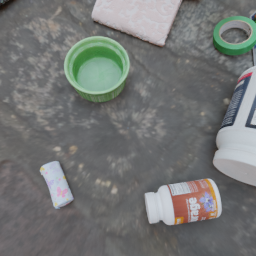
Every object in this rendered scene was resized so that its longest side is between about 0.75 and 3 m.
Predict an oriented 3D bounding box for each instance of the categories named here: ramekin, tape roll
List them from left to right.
[{"bbox_3d":[-0.814,-1.547,7.707,1.716,0.838,1.716,0,72,0],"label":"ramekin"},{"bbox_3d":[3.138,-2.714,8.205,1.235,0.297,1.235,-6,63,12],"label":"tape roll"}]

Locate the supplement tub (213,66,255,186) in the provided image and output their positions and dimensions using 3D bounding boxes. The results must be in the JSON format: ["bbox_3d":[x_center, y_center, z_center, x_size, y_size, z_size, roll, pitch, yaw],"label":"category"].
[{"bbox_3d":[3.228,-0.048,6.720,1.797,1.797,2.560,24,74,7],"label":"supplement tub"}]

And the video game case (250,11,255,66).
[{"bbox_3d":[4.212,-2.722,7.299,0.266,2.421,2.207,9,72,-18],"label":"video game case"}]

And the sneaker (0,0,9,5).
[{"bbox_3d":[-4.675,-4.482,8.614,2.298,0.893,1.607,33,74,10],"label":"sneaker"}]

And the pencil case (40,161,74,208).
[{"bbox_3d":[-1.776,1.395,6.962,0.516,0.473,1.138,-23,74,-14],"label":"pencil case"}]

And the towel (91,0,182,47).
[{"bbox_3d":[0.376,-3.891,8.257,2.396,0.386,2.289,24,100,8],"label":"towel"}]

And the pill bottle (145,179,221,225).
[{"bbox_3d":[1.258,1.769,6.612,1.641,0.920,0.920,-9,73,-2],"label":"pill bottle"}]
